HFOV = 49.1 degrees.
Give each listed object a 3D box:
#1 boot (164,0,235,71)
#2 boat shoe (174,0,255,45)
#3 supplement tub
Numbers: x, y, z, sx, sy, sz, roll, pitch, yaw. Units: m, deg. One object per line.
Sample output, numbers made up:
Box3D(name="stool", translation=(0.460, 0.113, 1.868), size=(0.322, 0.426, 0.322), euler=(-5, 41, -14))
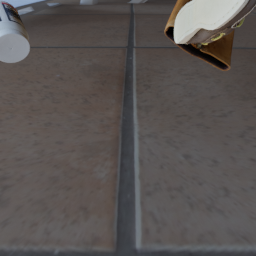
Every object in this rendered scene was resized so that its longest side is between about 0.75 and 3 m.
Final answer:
Box3D(name="boot", translation=(2.304, -2.574, 5.854), size=(2.798, 1.018, 2.972), euler=(23, 69, -23))
Box3D(name="boat shoe", translation=(1.283, -1.633, 4.003), size=(0.596, 0.719, 2.001), euler=(2, 1, -12))
Box3D(name="supplement tub", translation=(-2.919, -2.287, 6.652), size=(0.932, 0.932, 1.328), euler=(-16, 58, -24))
